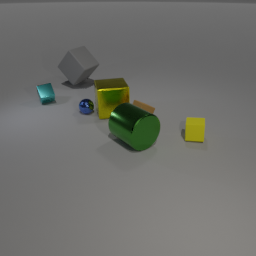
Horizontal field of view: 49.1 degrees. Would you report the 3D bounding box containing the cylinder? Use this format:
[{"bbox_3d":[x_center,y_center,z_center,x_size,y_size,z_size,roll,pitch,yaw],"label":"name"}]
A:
[{"bbox_3d":[0.225,-0.073,10.293,1.400,1.400,1.400,-20,34,-33],"label":"cylinder"}]

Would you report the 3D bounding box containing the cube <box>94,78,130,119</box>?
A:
[{"bbox_3d":[-0.739,-1.370,12.743,1.400,1.400,1.400,-7,28,-10],"label":"cube"}]

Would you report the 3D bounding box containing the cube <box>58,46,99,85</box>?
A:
[{"bbox_3d":[-2.768,-3.513,15.708,1.400,1.400,1.400,50,38,0],"label":"cube"}]

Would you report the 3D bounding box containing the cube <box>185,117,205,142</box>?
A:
[{"bbox_3d":[2.564,0.048,10.711,0.700,0.700,0.700,3,25,14],"label":"cube"}]

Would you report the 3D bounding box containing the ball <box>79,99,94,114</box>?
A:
[{"bbox_3d":[-1.901,-0.995,12.809,0.700,0.700,0.700,0,28,0],"label":"ball"}]

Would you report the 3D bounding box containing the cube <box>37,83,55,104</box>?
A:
[{"bbox_3d":[-4.047,-1.697,13.807,0.700,0.700,0.700,-18,75,-21],"label":"cube"}]

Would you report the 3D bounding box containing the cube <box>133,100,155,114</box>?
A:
[{"bbox_3d":[0.571,-0.688,11.694,0.700,0.700,0.700,16,10,-35],"label":"cube"}]
